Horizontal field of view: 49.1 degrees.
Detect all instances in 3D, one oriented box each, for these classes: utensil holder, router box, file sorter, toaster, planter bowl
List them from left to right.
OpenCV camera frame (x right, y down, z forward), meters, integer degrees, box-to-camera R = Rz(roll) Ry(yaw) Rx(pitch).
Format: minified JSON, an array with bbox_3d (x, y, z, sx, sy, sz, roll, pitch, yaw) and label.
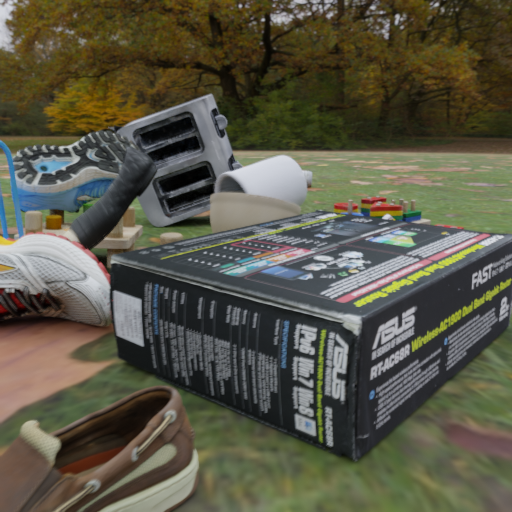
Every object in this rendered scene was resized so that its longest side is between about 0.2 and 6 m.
[{"bbox_3d":[-4.892,-0.726,8.149,2.045,1.808,2.947,-14,15,-40],"label":"file sorter"},{"bbox_3d":[-1.743,-2.118,12.542,2.650,2.396,1.573,-19,15,1],"label":"toaster"},{"bbox_3d":[-0.065,-0.357,8.618,1.405,0.946,1.405,7,-4,1],"label":"planter bowl"},{"bbox_3d":[0.085,-0.986,8.738,1.127,0.957,0.957,-25,25,-33],"label":"utensil holder"},{"bbox_3d":[0.743,0.379,5.534,2.579,1.069,3.441,11,18,39],"label":"router box"}]

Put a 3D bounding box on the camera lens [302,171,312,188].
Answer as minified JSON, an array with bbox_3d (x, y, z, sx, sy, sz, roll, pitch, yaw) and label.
[{"bbox_3d":[1.603,-2.732,19.987,0.745,0.596,0.596,1,13,3],"label":"camera lens"}]

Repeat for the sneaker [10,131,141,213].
[{"bbox_3d":[-2.940,-1.337,9.470,2.590,1.015,1.165,-17,-23,-42],"label":"sneaker"}]

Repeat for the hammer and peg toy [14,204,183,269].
[{"bbox_3d":[-2.371,-0.334,8.853,2.356,0.831,1.733,2,11,-3],"label":"hammer and peg toy"}]

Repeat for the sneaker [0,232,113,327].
[{"bbox_3d":[-2.768,0.402,6.140,2.764,1.076,1.136,9,44,13],"label":"sneaker"}]

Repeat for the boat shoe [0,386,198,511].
[{"bbox_3d":[-1.162,1.184,2.841,0.734,0.735,1.988,11,17,39],"label":"boat shoe"}]

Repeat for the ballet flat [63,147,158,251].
[{"bbox_3d":[-2.096,-0.718,7.733,0.571,0.668,2.011,34,56,-2],"label":"ballet flat"}]

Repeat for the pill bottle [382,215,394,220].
[{"bbox_3d":[2.074,-0.263,8.285,0.687,0.375,0.375,41,19,2],"label":"pill bottle"}]

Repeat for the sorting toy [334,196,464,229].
[{"bbox_3d":[2.707,-0.899,12.143,1.689,0.593,3.504,-11,18,-39],"label":"sorting toy"}]
